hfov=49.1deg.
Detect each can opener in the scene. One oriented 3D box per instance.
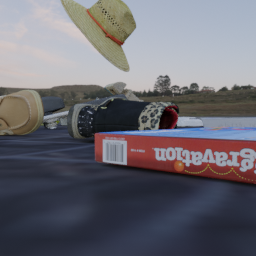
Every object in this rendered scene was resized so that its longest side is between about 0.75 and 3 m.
[{"bbox_3d":[-1.404,-0.597,8.174,2.917,0.969,0.768,-12,-4,-24],"label":"can opener"}]

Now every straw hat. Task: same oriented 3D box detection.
[{"bbox_3d":[-0.463,-3.010,7.894,1.167,2.757,2.757,-39,-13,20],"label":"straw hat"}]

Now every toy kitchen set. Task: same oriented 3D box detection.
[{"bbox_3d":[-0.449,-0.587,14.033,2.969,2.378,1.749,41,-17,-23],"label":"toy kitchen set"}]

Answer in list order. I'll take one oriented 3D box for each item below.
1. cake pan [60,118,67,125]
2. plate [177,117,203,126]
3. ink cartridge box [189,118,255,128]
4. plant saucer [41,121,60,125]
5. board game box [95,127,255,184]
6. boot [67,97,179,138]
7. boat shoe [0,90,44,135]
[{"bbox_3d":[-1.944,-0.391,13.526,2.857,0.524,2.857,0,1,0],"label":"cake pan"},{"bbox_3d":[1.694,-0.257,11.447,2.380,0.385,2.375,1,2,35],"label":"plate"},{"bbox_3d":[1.623,-0.012,3.577,0.795,0.311,1.678,-1,4,-27],"label":"ink cartridge box"},{"bbox_3d":[-3.914,-0.241,13.581,0.964,0.231,0.962,-2,2,-33],"label":"plant saucer"},{"bbox_3d":[0.735,0.093,1.849,0.921,0.174,1.789,3,3,39],"label":"board game box"},{"bbox_3d":[0.113,-0.096,3.248,1.053,0.503,1.394,3,9,28],"label":"boot"},{"bbox_3d":[-1.952,-0.160,4.273,1.815,0.647,0.586,-10,0,40],"label":"boat shoe"}]
